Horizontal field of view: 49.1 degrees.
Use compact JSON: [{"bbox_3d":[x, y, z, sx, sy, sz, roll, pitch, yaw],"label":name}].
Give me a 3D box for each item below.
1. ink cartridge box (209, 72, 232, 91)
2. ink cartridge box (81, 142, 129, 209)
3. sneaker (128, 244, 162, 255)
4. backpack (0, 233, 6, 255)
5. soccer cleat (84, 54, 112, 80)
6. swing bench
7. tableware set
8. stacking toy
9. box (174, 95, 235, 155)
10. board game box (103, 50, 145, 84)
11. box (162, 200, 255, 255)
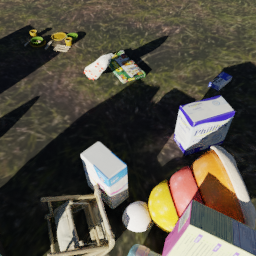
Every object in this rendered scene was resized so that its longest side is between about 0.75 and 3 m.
[{"bbox_3d":[3.275,-1.659,9.911,0.401,0.189,0.853,37,56,28],"label":"ink cartridge box"},{"bbox_3d":[-0.511,1.124,6.492,0.565,1.334,0.964,-36,55,-26],"label":"ink cartridge box"},{"bbox_3d":[0.575,3.433,4.456,1.848,1.126,2.830,11,48,12],"label":"sneaker"},{"bbox_3d":[-3.541,2.496,4.601,2.519,2.214,1.931,-27,49,-18],"label":"backpack"},{"bbox_3d":[-0.982,-2.013,9.309,0.517,1.493,0.579,48,64,-16],"label":"soccer cleat"},{"bbox_3d":[-1.073,2.086,5.946,1.316,0.854,1.309,-10,47,-16],"label":"swing bench"},{"bbox_3d":[-3.247,-3.820,11.873,2.070,0.318,1.395,11,47,10],"label":"tableware set"},{"bbox_3d":[1.109,1.612,5.972,2.620,1.914,1.914,-18,47,5],"label":"stacking toy"},{"bbox_3d":[2.020,-0.055,7.587,1.238,1.346,0.706,-16,49,-14],"label":"box"},{"bbox_3d":[-0.194,-2.339,10.556,0.936,0.210,1.787,-23,50,-18],"label":"board game box"},{"bbox_3d":[1.375,2.006,4.638,1.270,1.117,0.614,25,30,5],"label":"box"}]
